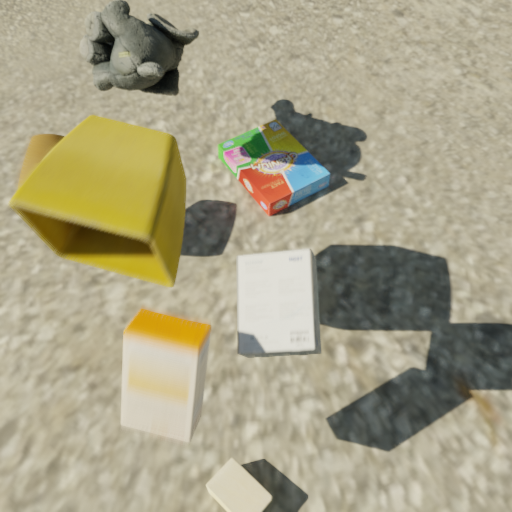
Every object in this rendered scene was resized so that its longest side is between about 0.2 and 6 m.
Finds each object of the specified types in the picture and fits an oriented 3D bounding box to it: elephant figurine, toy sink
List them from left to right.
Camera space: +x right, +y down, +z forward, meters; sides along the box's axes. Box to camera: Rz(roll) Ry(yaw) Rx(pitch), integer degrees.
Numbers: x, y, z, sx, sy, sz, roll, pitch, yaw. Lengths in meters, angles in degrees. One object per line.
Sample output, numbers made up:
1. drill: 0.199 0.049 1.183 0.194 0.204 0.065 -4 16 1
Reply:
1. elephant figurine: -1.872 -3.865 10.451 2.397 1.696 1.860 -24 94 -52
2. toy sink: -0.235 3.572 8.347 0.867 0.486 0.565 34 61 28

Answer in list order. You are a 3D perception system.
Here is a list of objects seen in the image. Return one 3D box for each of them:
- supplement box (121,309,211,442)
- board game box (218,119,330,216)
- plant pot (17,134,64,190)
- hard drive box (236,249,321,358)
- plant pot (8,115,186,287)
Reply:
1. supplement box: -1.057 1.399 6.524 0.883 1.402 0.515 13 27 7
2. board game box: 0.363 -1.992 12.344 1.602 0.422 2.094 -28 59 -19
3. plant pot: -3.553 -1.407 9.675 1.187 1.187 1.274 -4 87 -3
4. hard drive box: 0.281 0.605 7.016 0.978 0.482 1.255 -5 73 14
5. plant pot: -1.826 -0.786 7.494 1.805 1.805 1.592 14 70 6
